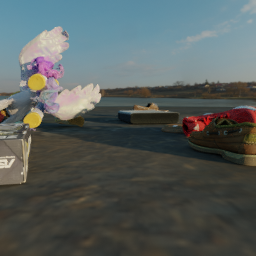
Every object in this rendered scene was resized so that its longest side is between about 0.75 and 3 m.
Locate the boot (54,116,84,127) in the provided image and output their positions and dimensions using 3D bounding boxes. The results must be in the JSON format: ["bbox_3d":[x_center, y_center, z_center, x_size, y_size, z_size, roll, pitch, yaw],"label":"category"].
[{"bbox_3d":[-2.013,-0.360,8.860,0.888,0.416,1.142,8,-12,22],"label":"boot"}]

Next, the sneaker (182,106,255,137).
[{"bbox_3d":[1.941,-0.023,6.252,1.065,0.722,1.843,-12,-2,-28],"label":"sneaker"}]

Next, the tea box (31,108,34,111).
[{"bbox_3d":[-5.599,-0.896,15.152,0.825,0.551,0.811,-4,7,-37],"label":"tea box"}]

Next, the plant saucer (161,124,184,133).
[{"bbox_3d":[1.498,0.008,7.770,1.154,0.170,1.154,0,6,0],"label":"plant saucer"}]

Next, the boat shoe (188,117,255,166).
[{"bbox_3d":[1.505,0.118,4.346,0.617,0.583,1.714,-2,6,-19],"label":"boat shoe"}]

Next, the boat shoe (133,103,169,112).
[{"bbox_3d":[1.214,-0.923,14.469,2.026,0.733,0.732,-2,6,-21],"label":"boat shoe"}]

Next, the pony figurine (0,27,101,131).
[{"bbox_3d":[-2.133,-0.837,6.568,2.653,2.289,2.749,-30,18,0],"label":"pony figurine"}]

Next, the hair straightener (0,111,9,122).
[{"bbox_3d":[-5.422,-0.512,11.249,0.991,0.527,2.575,0,5,0],"label":"hair straightener"}]

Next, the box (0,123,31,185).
[{"bbox_3d":[-2.255,0.260,3.216,2.135,0.524,1.721,-2,4,-18],"label":"box"}]

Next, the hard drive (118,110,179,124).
[{"bbox_3d":[0.710,-0.460,11.236,1.824,0.430,2.613,-1,6,-12],"label":"hard drive"}]
